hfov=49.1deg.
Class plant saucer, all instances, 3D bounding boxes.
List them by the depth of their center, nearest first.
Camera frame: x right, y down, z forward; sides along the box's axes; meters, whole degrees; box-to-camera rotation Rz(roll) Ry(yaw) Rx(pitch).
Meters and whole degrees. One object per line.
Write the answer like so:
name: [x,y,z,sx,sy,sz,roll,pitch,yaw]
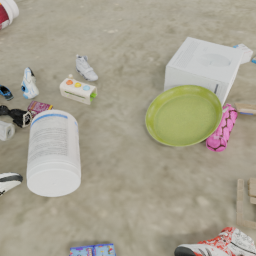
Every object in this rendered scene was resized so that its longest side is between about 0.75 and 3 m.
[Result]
plant saucer: [2.050,-0.419,10.388,2.806,0.436,2.806,-12,52,15]

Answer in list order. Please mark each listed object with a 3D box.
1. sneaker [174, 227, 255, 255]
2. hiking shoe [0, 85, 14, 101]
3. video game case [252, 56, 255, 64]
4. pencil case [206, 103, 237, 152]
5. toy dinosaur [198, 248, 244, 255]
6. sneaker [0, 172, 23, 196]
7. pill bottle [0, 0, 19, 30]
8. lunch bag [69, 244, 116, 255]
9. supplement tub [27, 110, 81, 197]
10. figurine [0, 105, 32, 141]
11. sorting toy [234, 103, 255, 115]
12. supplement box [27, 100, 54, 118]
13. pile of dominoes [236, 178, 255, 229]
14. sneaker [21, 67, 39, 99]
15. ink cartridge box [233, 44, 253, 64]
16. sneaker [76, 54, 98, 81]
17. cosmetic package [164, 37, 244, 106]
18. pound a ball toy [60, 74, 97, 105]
sneaker: [2.313,3.149,7.362,2.192,0.732,1.175,15,42,3]
hiking shoe: [-5.307,-1.652,11.867,1.215,0.527,0.452,30,55,24]
video game case: [6.966,-3.421,13.703,1.178,0.147,1.647,34,56,26]
pencil case: [3.415,-0.027,10.202,0.835,0.862,1.841,19,52,17]
toy dinosaur: [1.816,3.747,6.418,2.462,2.713,1.424,9,35,-20]
sneaker: [-4.204,2.039,8.554,2.084,0.768,0.834,-23,64,-13]
pill bottle: [-7.330,-6.031,15.093,1.528,1.528,2.704,25,53,21]
lunch bag: [-0.823,3.601,7.262,1.294,0.609,0.974,-2,46,-18]
supplement tub: [-2.364,0.754,9.015,1.610,1.610,2.440,-6,48,-6]
figurine: [-4.655,-0.283,10.408,1.462,0.645,1.499,19,39,15]
sorting toy: [5.167,-0.618,10.647,2.047,0.301,1.513,8,15,12]
supplement box: [-3.343,-0.637,10.883,0.903,0.591,0.466,14,59,10]
pile of dominoes: [3.963,2.345,8.610,1.264,0.258,1.621,11,57,9]
sneaker: [-4.316,-1.983,12.090,0.698,0.692,1.926,-22,47,-5]
ink cartridge box: [5.492,-3.587,13.558,0.577,0.574,0.787,-19,51,-16]
sneaker: [-1.906,-2.723,12.622,0.538,0.823,1.431,-34,56,-26]
cosmetic package: [3.151,-2.331,11.780,2.512,1.544,2.504,22,52,19]
pound a ball toy: [-2.091,-1.779,11.866,1.663,0.706,1.084,20,51,16]
